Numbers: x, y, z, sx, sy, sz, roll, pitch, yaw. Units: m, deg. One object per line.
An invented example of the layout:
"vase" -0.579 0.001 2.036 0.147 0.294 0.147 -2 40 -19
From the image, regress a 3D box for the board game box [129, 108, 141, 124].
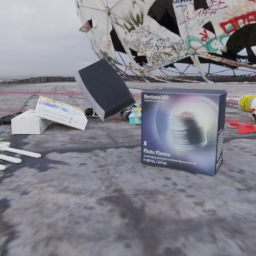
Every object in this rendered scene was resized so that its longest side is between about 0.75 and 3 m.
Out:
"board game box" 0.980 -0.608 12.539 1.659 0.389 1.252 -5 20 13

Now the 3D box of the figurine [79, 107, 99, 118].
"figurine" -2.232 -0.765 14.103 1.371 0.590 1.338 -7 6 -29

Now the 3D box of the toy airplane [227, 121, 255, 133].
"toy airplane" 4.614 -0.049 11.083 1.566 0.288 1.566 1 11 0

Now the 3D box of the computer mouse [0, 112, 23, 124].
"computer mouse" -5.302 -0.346 12.468 1.429 0.377 0.989 -22 23 -34

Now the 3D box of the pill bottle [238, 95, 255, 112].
"pill bottle" 7.019 -1.317 15.560 0.930 0.930 1.649 -3 14 -16

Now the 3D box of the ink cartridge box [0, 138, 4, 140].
"ink cartridge box" -4.672 0.268 8.465 1.411 0.534 1.043 -7 9 20

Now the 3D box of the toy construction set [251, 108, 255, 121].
"toy construction set" 6.093 -0.919 12.323 1.402 1.681 1.291 -3 14 30

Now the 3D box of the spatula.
"spatula" -3.638 0.708 7.714 2.302 0.185 1.601 6 12 29

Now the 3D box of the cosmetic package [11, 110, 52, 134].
"cosmetic package" -3.857 -0.309 11.488 1.029 0.631 2.492 -2 12 -4

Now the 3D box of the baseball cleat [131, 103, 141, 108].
"baseball cleat" 0.819 -1.362 17.230 1.227 0.428 0.653 -8 17 10

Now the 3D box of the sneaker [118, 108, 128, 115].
"sneaker" -0.226 -0.881 14.979 1.077 0.408 0.566 11 2 15

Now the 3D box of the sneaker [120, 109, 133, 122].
"sneaker" -0.098 -0.615 13.170 0.727 0.534 1.606 1 12 18

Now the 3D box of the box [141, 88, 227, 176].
"box" 1.361 -0.008 6.982 1.901 1.886 1.172 5 13 27

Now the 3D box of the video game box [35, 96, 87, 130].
"video game box" -2.798 -0.664 11.699 1.963 0.504 2.154 20 9 -20

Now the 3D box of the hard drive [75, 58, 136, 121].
"hard drive" -1.110 -1.905 12.973 1.976 2.930 0.620 -29 -25 -11
